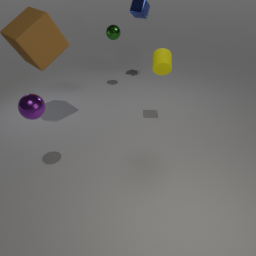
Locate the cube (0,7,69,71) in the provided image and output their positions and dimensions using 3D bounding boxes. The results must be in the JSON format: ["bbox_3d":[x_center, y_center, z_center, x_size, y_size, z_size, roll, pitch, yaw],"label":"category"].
[{"bbox_3d":[-3.214,-3.106,9.738,1.400,1.400,1.400,32,75,39],"label":"cube"}]

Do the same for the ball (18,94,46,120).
[{"bbox_3d":[-2.564,-0.566,7.468,0.700,0.700,0.700,0,31,0],"label":"ball"}]

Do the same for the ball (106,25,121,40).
[{"bbox_3d":[-0.705,-4.579,13.413,0.700,0.700,0.700,0,31,0],"label":"ball"}]

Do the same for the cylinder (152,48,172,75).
[{"bbox_3d":[1.241,-2.410,10.211,0.700,0.700,0.700,2,60,3],"label":"cylinder"}]

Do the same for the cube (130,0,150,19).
[{"bbox_3d":[0.596,-5.970,13.997,0.700,0.700,0.700,16,2,25],"label":"cube"}]
